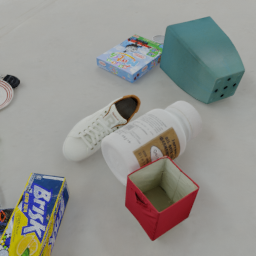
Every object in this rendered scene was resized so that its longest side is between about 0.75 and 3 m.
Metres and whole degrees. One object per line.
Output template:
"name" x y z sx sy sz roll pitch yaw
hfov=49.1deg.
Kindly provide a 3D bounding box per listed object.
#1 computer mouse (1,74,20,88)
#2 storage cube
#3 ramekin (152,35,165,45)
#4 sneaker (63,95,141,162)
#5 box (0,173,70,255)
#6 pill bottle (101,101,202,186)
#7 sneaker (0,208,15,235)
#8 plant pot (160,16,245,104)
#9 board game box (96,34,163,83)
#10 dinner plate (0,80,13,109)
"computer mouse" -5.267 -2.059 11.851 1.895 0.323 0.556 21 75 24
"storage cube" 0.795 1.782 7.198 1.504 1.352 1.286 -24 49 -27
"ramekin" 1.581 -4.141 13.639 0.838 0.440 0.838 2 45 -2
"sneaker" -0.828 -0.121 8.755 2.985 1.264 1.087 -42 92 -14
"box" -2.376 2.626 6.932 1.041 0.955 2.971 7 48 5
"pill bottle" 0.802 0.364 8.564 2.926 1.673 1.673 -31 54 -24
"sneaker" -3.682 2.421 7.246 1.719 0.674 0.648 -9 49 -24
"plant pot" 2.990 -2.536 11.154 2.106 2.107 2.981 -18 56 -16
"board game box" 0.272 -3.243 12.749 2.090 0.506 2.763 30 54 27
"dinner plate" -5.421 -1.259 10.948 1.779 0.216 1.779 6 52 -8
